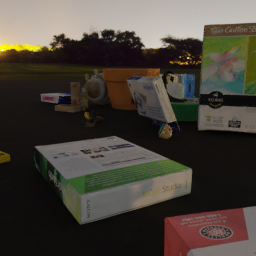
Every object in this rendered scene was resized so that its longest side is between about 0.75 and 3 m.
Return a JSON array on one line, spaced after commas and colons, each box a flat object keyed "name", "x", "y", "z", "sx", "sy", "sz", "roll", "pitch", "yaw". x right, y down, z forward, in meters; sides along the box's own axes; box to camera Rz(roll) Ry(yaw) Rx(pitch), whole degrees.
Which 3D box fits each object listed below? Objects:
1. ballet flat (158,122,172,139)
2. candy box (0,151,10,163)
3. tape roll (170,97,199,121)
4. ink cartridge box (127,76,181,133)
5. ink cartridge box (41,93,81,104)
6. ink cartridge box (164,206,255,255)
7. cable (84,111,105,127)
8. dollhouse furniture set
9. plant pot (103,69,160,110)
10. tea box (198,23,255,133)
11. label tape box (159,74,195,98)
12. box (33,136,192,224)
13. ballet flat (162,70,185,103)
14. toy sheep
[{"name": "ballet flat", "x": 0.950, "y": 0.094, "z": 7.059, "sx": 0.316, "sy": 0.341, "sz": 0.968, "roll": 28, "pitch": 18, "yaw": 4}, {"name": "candy box", "x": -2.729, "y": 0.594, "z": 4.864, "sx": 0.578, "sy": 0.149, "sz": 1.130, "roll": 7, "pitch": 13, "yaw": 40}, {"name": "tape roll", "x": 1.872, "y": -0.722, "z": 10.038, "sx": 2.433, "sy": 0.585, "sz": 2.433, "roll": 1, "pitch": 12, "yaw": 0}, {"name": "ink cartridge box", "x": 0.659, "y": -0.627, "z": 7.690, "sx": 0.326, "sy": 1.606, "sz": 1.603, "roll": -30, "pitch": 20, "yaw": -17}, {"name": "ink cartridge box", "x": -3.291, "y": -1.499, "z": 13.997, "sx": 1.193, "sy": 0.467, "sz": 2.519, "roll": -9, "pitch": 11, "yaw": -39}, {"name": "ink cartridge box", "x": 1.044, "y": 1.093, "z": 1.140, "sx": 1.203, "sy": 0.697, "sz": 2.065, "roll": -2, "pitch": 11, "yaw": -12}, {"name": "cable", "x": -1.070, "y": -0.219, "z": 8.806, "sx": 0.663, "sy": 0.344, "sz": 1.366, "roll": 15, "pitch": 22, "yaw": -10}, {"name": "dollhouse furniture set", "x": -2.313, "y": -1.310, "z": 11.649, "sx": 1.267, "sy": 1.086, "sz": 1.333, "roll": 7, "pitch": 14, "yaw": 30}, {"name": "plant pot", "x": 0.136, "y": -1.709, "z": 12.092, "sx": 2.411, "sy": 1.688, "sz": 2.411, "roll": 0, "pitch": 12, "yaw": 0}, {"name": "tea box", "x": 3.365, "y": -1.271, "z": 7.417, "sx": 2.736, "sy": 2.692, "sz": 1.828, "roll": 3, "pitch": 9, "yaw": 19}, {"name": "label tape box", "x": 2.400, "y": -2.031, "z": 14.298, "sx": 1.976, "sy": 1.416, "sz": 0.653, "roll": 2, "pitch": 12, "yaw": 9}, {"name": "box", "x": -0.380, "y": 0.602, "z": 4.268, "sx": 1.608, "sy": 0.405, "sz": 2.228, "roll": -7, "pitch": 12, "yaw": -29}, {"name": "ballet flat", "x": 1.631, "y": -1.444, "z": 10.499, "sx": 0.839, "sy": 0.844, "sz": 2.469, "roll": 9, "pitch": 35, "yaw": -16}, {"name": "toy sheep", "x": -1.208, "y": -1.894, "z": 13.372, "sx": 1.638, "sy": 1.638, "sz": 2.376, "roll": 8, "pitch": 11, "yaw": 34}]
